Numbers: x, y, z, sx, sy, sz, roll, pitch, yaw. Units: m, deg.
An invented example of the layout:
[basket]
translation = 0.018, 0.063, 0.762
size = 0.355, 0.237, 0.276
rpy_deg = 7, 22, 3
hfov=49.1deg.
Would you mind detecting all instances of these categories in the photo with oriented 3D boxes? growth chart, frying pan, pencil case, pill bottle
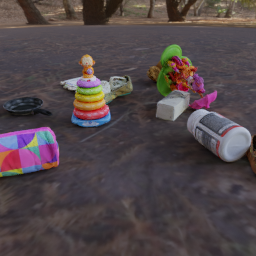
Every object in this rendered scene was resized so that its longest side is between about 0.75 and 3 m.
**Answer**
[growth chart]
translation = -2.262, -2.200, 14.412
size = 2.037, 0.250, 2.814
rpy_deg = -20, 32, -36
[frying pan]
translation = -3.781, -0.834, 11.334
size = 2.552, 0.415, 1.543
rpy_deg = 10, 28, 16
[pencil case]
translation = -3.203, 0.671, 7.179
size = 2.795, 1.235, 1.235
rpy_deg = -8, 26, -21
[pill bottle]
translation = 2.653, 0.142, 8.446
size = 1.071, 1.071, 1.849
rpy_deg = -9, 27, -19

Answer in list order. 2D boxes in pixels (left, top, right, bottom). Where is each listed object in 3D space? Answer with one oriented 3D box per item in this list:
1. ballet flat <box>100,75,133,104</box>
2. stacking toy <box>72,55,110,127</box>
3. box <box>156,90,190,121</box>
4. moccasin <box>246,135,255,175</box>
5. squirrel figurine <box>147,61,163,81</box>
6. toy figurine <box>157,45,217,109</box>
[ballet flat]
translation = -0.838, -1.755, 12.619
size = 1.047, 1.047, 2.962
rpy_deg = 18, 31, 34
[stacking toy]
translation = -1.385, -1.385, 10.076
size = 1.422, 2.451, 1.345
rpy_deg = -3, 25, -5
[box]
translation = 1.839, -0.939, 11.252
size = 0.762, 0.634, 1.854
rpy_deg = 15, 29, 24
[moccasin]
translation = 3.677, 0.785, 7.464
size = 0.714, 0.754, 1.953
rpy_deg = 4, 26, 9
[squirrel figurine]
translation = 2.024, -2.857, 14.921
size = 2.015, 1.426, 1.880
rpy_deg = -15, 36, 2
[toy figurine]
translation = 2.606, -1.885, 11.583
size = 1.959, 2.609, 2.402
rpy_deg = -33, 46, -11
